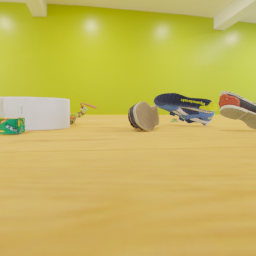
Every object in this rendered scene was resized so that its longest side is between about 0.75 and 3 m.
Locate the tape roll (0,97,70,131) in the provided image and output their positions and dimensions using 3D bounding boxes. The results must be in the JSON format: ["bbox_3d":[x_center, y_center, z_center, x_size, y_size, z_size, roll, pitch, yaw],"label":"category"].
[{"bbox_3d":[-3.285,-0.468,9.056,2.794,0.977,2.794,1,3,0],"label":"tape roll"}]

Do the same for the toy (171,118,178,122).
[{"bbox_3d":[2.522,-0.436,15.126,0.475,0.195,0.825,1,4,8],"label":"toy"}]

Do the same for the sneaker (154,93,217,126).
[{"bbox_3d":[2.054,-0.662,10.467,2.334,0.960,0.863,16,45,19],"label":"sneaker"}]

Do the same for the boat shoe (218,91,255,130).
[{"bbox_3d":[3.326,-0.453,7.666,1.948,0.610,0.693,17,-32,-16],"label":"boat shoe"}]

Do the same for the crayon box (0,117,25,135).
[{"bbox_3d":[-3.326,-0.057,6.823,1.407,0.410,0.836,-1,3,-9],"label":"crayon box"}]

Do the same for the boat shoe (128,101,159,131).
[{"bbox_3d":[0.377,-0.310,8.290,0.767,0.851,2.367,-11,2,18],"label":"boat shoe"}]

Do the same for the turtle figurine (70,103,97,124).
[{"bbox_3d":[-2.445,-0.490,11.547,2.262,0.728,1.824,-10,-2,-13],"label":"turtle figurine"}]
